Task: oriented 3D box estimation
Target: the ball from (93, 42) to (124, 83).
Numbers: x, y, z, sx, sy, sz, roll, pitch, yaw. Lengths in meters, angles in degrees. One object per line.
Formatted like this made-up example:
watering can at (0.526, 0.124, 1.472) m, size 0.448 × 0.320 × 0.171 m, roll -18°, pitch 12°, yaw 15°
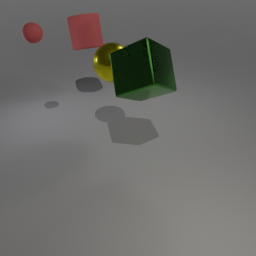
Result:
ball at (-0.553, -2.314, 9.947) m, size 1.400 × 1.400 × 1.400 m, roll 0°, pitch 32°, yaw 0°

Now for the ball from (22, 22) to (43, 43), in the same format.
ball at (-3.334, -3.322, 9.792) m, size 0.700 × 0.700 × 0.700 m, roll 0°, pitch 32°, yaw 0°

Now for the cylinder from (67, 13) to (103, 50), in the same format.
cylinder at (-1.890, -4.283, 12.506) m, size 1.400 × 1.400 × 1.400 m, roll -7°, pitch 18°, yaw 2°

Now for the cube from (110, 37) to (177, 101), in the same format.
cube at (0.476, -1.704, 8.559) m, size 1.400 × 1.400 × 1.400 m, roll -13°, pitch -8°, yaw 35°
